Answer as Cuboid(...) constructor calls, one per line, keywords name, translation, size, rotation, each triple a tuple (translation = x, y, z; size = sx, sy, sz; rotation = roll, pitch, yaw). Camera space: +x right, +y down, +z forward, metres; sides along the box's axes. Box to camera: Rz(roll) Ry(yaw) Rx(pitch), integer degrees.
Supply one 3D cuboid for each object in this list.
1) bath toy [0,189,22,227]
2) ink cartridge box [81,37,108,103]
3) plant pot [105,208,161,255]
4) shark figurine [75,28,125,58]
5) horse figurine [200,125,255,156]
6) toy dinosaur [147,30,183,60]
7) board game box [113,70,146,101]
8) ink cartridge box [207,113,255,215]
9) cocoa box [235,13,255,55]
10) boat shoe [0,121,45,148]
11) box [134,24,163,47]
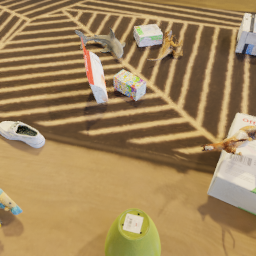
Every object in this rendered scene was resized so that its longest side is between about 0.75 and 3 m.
Cuboid(name="bath toy", translation=(-3.956, 2.753, 6.892), size=(0.984, 1.157, 2.661), rotation=(43, 63, 5))
Cuboid(name="ink cartridge box", translation=(-1.186, -2.088, 10.163), size=(0.497, 1.983, 1.608), rotation=(-10, 63, -1))
Cuboid(name="plant pot", translation=(0.119, 2.579, 6.632), size=(1.447, 1.547, 1.447), rotation=(0, 49, 0))
Cuboid(name="shark figurine", translation=(-1.071, -4.143, 12.859), size=(2.425, 1.012, 1.449), rotation=(24, 52, 17))
Cuboid(name="horse figurine", translation=(2.968, 0.234, 7.083), size=(1.926, 1.276, 0.481), rotation=(-28, 93, -13))
Cuboid(name="toy dinosaur", translation=(1.819, -3.527, 12.663), size=(1.231, 0.700, 2.317), rotation=(6, 50, 21))
Cuboid(name="board game box", translation=(0.060, -1.686, 10.952), size=(1.169, 0.602, 0.613), rotation=(32, 56, 25))
Cuboid(name="ink cartridge box", translation=(3.737, 1.028, 8.225), size=(1.951, 1.175, 2.685), rotation=(21, 54, 16))
Cuboid(name="cocoa box", translation=(5.707, -4.295, 12.860), size=(1.107, 1.125, 1.687), rotation=(15, 51, 12))
Cuboid(name="boat shoe", translation=(-3.624, 0.057, 9.428), size=(1.855, 0.619, 0.682), rotation=(16, 51, 14))
Cuboid(name="box", translation=(0.946, -4.406, 13.354), size=(1.144, 0.553, 1.010), rotation=(-10, 48, -9))
